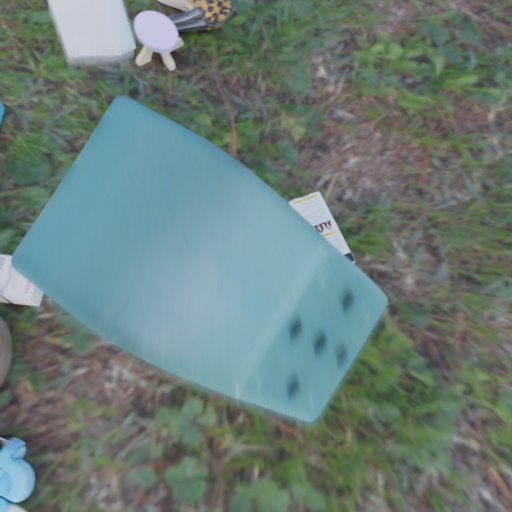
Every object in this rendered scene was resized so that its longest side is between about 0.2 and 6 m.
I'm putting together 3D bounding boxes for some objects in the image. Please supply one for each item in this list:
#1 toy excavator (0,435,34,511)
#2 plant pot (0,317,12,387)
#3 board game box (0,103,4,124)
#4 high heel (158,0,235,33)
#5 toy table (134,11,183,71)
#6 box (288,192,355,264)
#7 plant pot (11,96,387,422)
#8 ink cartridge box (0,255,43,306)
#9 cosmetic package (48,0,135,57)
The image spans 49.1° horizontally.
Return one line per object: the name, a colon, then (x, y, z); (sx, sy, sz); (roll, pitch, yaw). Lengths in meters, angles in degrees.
toy excavator: (-3.226, 3.220, 7.288); (1.492, 0.745, 1.451); (26, 68, 2)
plant pot: (-4.616, 1.227, 7.633); (1.943, 1.686, 1.943); (0, 66, -1)
board game box: (-5.401, -1.939, 9.779); (1.475, 0.459, 1.954); (2, 65, 1)
high heel: (-1.346, -5.549, 11.209); (1.647, 0.825, 2.311); (-9, 81, 3)
toy table: (-1.875, -4.069, 10.684); (1.004, 0.640, 1.092); (-21, 66, -9)
box: (1.034, -0.332, 9.092); (0.572, 0.342, 1.391); (-19, 66, -9)
plant pot: (-0.451, 0.180, 5.806); (3.127, 2.210, 2.209); (30, 87, 40)
ink cartridge box: (-3.799, 0.377, 8.729); (0.926, 0.398, 0.678); (7, 66, 2)
cosmetic package: (-2.464, -3.516, 8.273); (1.359, 1.024, 0.351); (15, 43, 38)
